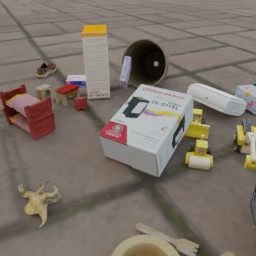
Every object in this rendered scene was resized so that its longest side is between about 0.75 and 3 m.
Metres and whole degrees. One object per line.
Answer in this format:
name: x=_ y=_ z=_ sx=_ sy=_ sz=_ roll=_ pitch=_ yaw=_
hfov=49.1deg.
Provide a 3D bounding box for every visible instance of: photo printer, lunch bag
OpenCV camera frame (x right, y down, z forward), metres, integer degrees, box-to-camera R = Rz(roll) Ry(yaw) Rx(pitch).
photo printer: x=2.846 y=-0.971 z=9.185 sx=1.373 sy=0.573 sz=1.651 roll=4 pitch=21 yaw=-44
lunch bag: x=4.404 y=-1.056 z=9.525 sx=1.210 sy=0.769 sz=1.026 roll=-8 pitch=33 yaw=-25

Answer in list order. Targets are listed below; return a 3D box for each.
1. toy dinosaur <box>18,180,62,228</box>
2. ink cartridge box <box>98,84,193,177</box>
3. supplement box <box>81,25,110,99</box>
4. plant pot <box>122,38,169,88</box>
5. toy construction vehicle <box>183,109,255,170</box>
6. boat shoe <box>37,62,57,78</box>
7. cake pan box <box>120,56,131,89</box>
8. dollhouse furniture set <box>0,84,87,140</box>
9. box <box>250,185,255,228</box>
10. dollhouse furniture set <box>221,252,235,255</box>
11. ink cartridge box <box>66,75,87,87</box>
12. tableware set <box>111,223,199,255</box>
toy dinosaur: x=-1.759 y=1.538 z=5.772 sx=0.758 sy=0.436 sz=1.498 roll=-37 pitch=37 yaw=-23
ink cartridge box: x=0.541 y=-0.056 z=7.254 sx=1.605 sy=0.912 sz=2.202 roll=17 pitch=51 yaw=27
supplement box: x=-1.133 y=-2.404 z=10.145 sx=0.854 sy=2.323 sz=1.464 roll=-3 pitch=28 yaw=-3
plant pot: x=0.910 y=-2.567 z=11.260 sx=1.861 sy=1.861 sz=1.615 roll=14 pitch=17 yaw=22
toy construction vehicle: x=2.424 y=0.197 z=7.420 sx=1.996 sy=0.807 sz=2.293 roll=9 pitch=33 yaw=15
boat shoe: x=-3.590 y=-2.678 z=12.361 sx=0.516 sy=0.515 sz=1.430 roll=9 pitch=33 yaw=14
cake pan box: x=-0.079 y=-2.038 z=10.318 sx=0.261 sy=0.996 sz=0.917 roll=12 pitch=-8 yaw=1
dollhouse furniture set: x=-2.383 y=-0.868 z=8.855 sx=1.471 sy=1.112 sz=2.734 roll=23 pitch=38 yaw=32
box: x=3.206 y=1.692 z=4.861 sx=1.718 sy=0.894 sz=1.564 roll=7 pitch=29 yaw=10
dollhouse furniture set: x=1.702 y=2.525 z=3.674 sx=1.668 sy=1.359 sz=1.587 roll=-39 pitch=51 yaw=10
ink cartridge box: x=-2.040 y=-1.933 z=11.467 sx=0.921 sy=0.203 sz=0.938 roll=-1 pitch=30 yaw=-3
tableware set: x=1.015 y=2.385 z=4.070 sx=2.972 sy=0.596 sz=1.964 roll=15 pitch=34 yaw=22
